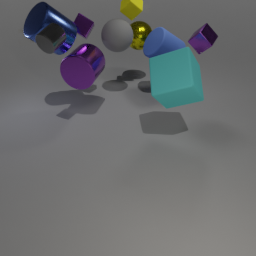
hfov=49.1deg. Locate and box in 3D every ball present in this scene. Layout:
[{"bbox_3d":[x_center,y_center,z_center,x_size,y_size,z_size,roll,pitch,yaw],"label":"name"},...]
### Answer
[{"bbox_3d":[0.562,-4.634,14.067,1.400,1.400,1.400,0,32,0],"label":"ball"},{"bbox_3d":[-0.470,-4.030,12.225,1.400,1.400,1.400,0,32,0],"label":"ball"}]

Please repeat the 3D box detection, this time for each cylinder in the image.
[{"bbox_3d":[1.648,-3.606,12.703,1.400,1.400,1.400,21,19,-34],"label":"cylinder"},{"bbox_3d":[-2.854,-3.637,10.340,1.400,1.400,1.400,32,6,41],"label":"cylinder"},{"bbox_3d":[-1.758,-2.444,11.077,1.400,1.400,1.400,8,36,12],"label":"cylinder"},{"bbox_3d":[-2.415,-2.816,8.802,0.700,0.700,0.700,16,54,24],"label":"cylinder"}]

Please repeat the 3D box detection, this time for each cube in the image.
[{"bbox_3d":[-1.846,-4.148,11.449,0.700,0.700,0.700,30,7,-10],"label":"cube"},{"bbox_3d":[2.855,-3.394,10.671,0.700,0.700,0.700,-54,15,-31],"label":"cube"},{"bbox_3d":[1.649,-1.637,9.495,1.400,1.400,1.400,-11,71,26],"label":"cube"},{"bbox_3d":[0.153,-5.224,12.006,0.700,0.700,0.700,27,52,-33],"label":"cube"}]
